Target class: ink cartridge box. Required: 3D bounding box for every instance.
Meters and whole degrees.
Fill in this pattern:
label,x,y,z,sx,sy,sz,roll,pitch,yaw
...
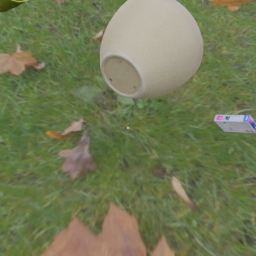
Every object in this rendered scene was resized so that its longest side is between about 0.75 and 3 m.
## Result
label,x,y,z,sx,sy,sz,roll,pitch,yaw
ink cartridge box,2.567,-0.093,6.444,0.988,0.590,0.207,7,69,48

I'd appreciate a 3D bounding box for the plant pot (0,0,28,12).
label,x,y,z,sx,sy,sz,roll,pitch,yaw
plant pot,-3.252,-3.643,7.364,1.123,1.167,1.167,-10,46,47

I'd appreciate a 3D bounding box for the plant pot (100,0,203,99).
label,x,y,z,sx,sy,sz,roll,pitch,yaw
plant pot,0.251,-1.470,5.941,2.204,2.204,1.480,30,54,16
